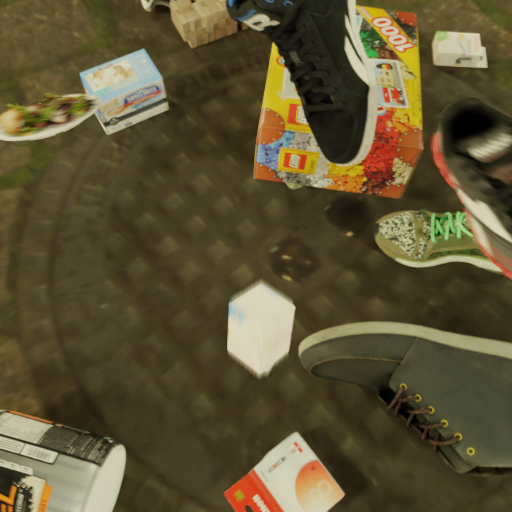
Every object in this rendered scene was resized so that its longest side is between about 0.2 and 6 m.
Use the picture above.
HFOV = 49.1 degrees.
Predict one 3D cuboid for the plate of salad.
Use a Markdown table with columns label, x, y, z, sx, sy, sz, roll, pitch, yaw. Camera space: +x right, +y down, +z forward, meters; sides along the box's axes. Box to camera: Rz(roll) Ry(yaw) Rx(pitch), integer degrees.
| label | x | y | z | sx | sy | sz | roll | pitch | yaw |
| --- | --- | --- | --- | --- | --- | --- | --- | --- | --- |
| plate of salad | -2.846 | -1.962 | 7.602 | 1.468 | 0.353 | 1.468 | -9 | 35 | 6 |

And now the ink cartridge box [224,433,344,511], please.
| label | x | y | z | sx | sy | sz | roll | pitch | yaw |
| --- | --- | --- | --- | --- | --- | --- | --- | --- | --- |
| ink cartridge box | 0.350 | 3.053 | 7.214 | 1.231 | 0.309 | 0.998 | -33 | 67 | -18 |

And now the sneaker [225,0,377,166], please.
| label | x | y | z | sx | sy | sz | roll | pitch | yaw |
| --- | --- | --- | --- | --- | --- | --- | --- | --- | --- |
| sneaker | 0.458 | -2.559 | 6.881 | 1.744 | 1.139 | 3.118 | -19 | 105 | -37 |

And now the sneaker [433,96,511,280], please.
| label | x | y | z | sx | sy | sz | roll | pitch | yaw |
| --- | --- | --- | --- | --- | --- | --- | --- | --- | --- |
| sneaker | 2.570 | -0.709 | 5.866 | 0.849 | 1.173 | 2.402 | -26 | 64 | 12 |

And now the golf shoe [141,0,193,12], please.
| label | x | y | z | sx | sy | sz | roll | pitch | yaw |
| --- | --- | --- | --- | --- | --- | --- | --- | --- | --- |
| golf shoe | -1.399 | -5.394 | 11.336 | 1.957 | 0.755 | 0.862 | -5 | 84 | 0 |

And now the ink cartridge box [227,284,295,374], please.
| label | x | y | z | sx | sy | sz | roll | pitch | yaw |
| --- | --- | --- | --- | --- | --- | --- | --- | --- | --- |
| ink cartridge box | 0.040 | 0.852 | 6.289 | 0.529 | 0.823 | 0.515 | 33 | 47 | 31 |

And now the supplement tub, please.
| label | x | y | z | sx | sy | sz | roll | pitch | yaw |
| --- | --- | --- | --- | --- | --- | --- | --- | --- | --- |
| supplement tub | -2.773 | 2.649 | 6.880 | 2.038 | 1.248 | 1.248 | 13 | 64 | 7 |

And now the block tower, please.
| label | x | y | z | sx | sy | sz | roll | pitch | yaw |
| --- | --- | --- | --- | --- | --- | --- | --- | --- | --- |
| block tower | -0.407 | -4.898 | 10.998 | 2.478 | 0.669 | 0.716 | -23 | 67 | -12 |

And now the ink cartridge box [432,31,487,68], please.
| label | x | y | z | sx | sy | sz | roll | pitch | yaw |
| --- | --- | --- | --- | --- | --- | --- | --- | --- | --- |
| ink cartridge box | 3.933 | -3.939 | 10.699 | 1.010 | 0.340 | 0.592 | 4 | 63 | 2 |

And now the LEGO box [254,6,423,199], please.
| label | x | y | z | sx | sy | sz | roll | pitch | yaw |
| --- | --- | --- | --- | --- | --- | --- | --- | --- | --- |
| LEGO box | 1.362 | -2.699 | 9.321 | 2.415 | 1.251 | 3.243 | 8 | 57 | 0 |

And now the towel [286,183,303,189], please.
| label | x | y | z | sx | sy | sz | roll | pitch | yaw |
| --- | --- | --- | --- | --- | --- | --- | --- | --- | --- |
| towel | 0.877 | -1.774 | 9.610 | 1.486 | 0.271 | 1.102 | -31 | 65 | -22 |

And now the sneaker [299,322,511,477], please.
| label | x | y | z | sx | sy | sz | roll | pitch | yaw |
| --- | --- | --- | --- | --- | --- | --- | --- | --- | --- |
| sneaker | 2.089 | 1.878 | 7.291 | 3.127 | 1.170 | 1.661 | 5 | 61 | 1 |

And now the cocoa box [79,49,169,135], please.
| label | x | y | z | sx | sy | sz | roll | pitch | yaw |
| --- | --- | --- | --- | --- | --- | --- | --- | --- | --- |
| cocoa box | -2.312 | -2.904 | 9.908 | 1.251 | 0.821 | 0.834 | -26 | 66 | -12 |

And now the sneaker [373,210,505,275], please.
| label | x | y | z | sx | sy | sz | roll | pitch | yaw |
| --- | --- | --- | --- | --- | --- | --- | --- | --- | --- |
| sneaker | 3.094 | -0.425 | 8.487 | 2.556 | 1.133 | 0.983 | 4 | 63 | 2 |
